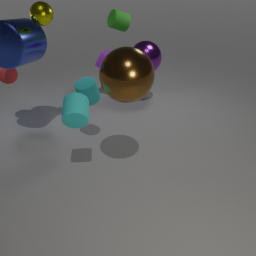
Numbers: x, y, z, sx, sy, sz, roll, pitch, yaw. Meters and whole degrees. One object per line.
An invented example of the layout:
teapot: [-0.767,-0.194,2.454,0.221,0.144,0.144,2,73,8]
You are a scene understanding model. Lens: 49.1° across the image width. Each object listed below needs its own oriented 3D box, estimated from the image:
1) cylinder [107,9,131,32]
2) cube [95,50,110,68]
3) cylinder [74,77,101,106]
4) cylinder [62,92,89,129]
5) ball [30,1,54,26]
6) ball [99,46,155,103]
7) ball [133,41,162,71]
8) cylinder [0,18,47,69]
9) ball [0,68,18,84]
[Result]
cylinder: [-0.356,-4.233,11.042,0.700,0.700,0.700,6,23,-32]
cube: [-0.995,-3.114,13.043,0.700,0.700,0.700,33,31,-3]
cylinder: [-1.320,-1.199,9.170,0.700,0.700,0.700,-8,43,8]
cylinder: [-1.391,-0.462,7.457,0.700,0.700,0.700,-2,54,-4]
ball: [-2.614,-3.462,8.492,0.700,0.700,0.700,0,29,0]
ball: [-0.030,-1.332,7.069,1.400,1.400,1.400,0,29,0]
ball: [0.763,-3.061,12.159,1.400,1.400,1.400,0,29,0]
cylinder: [-3.515,-2.684,8.830,1.400,1.400,1.400,7,25,13]
ball: [-4.423,-1.975,10.295,0.700,0.700,0.700,0,29,0]
